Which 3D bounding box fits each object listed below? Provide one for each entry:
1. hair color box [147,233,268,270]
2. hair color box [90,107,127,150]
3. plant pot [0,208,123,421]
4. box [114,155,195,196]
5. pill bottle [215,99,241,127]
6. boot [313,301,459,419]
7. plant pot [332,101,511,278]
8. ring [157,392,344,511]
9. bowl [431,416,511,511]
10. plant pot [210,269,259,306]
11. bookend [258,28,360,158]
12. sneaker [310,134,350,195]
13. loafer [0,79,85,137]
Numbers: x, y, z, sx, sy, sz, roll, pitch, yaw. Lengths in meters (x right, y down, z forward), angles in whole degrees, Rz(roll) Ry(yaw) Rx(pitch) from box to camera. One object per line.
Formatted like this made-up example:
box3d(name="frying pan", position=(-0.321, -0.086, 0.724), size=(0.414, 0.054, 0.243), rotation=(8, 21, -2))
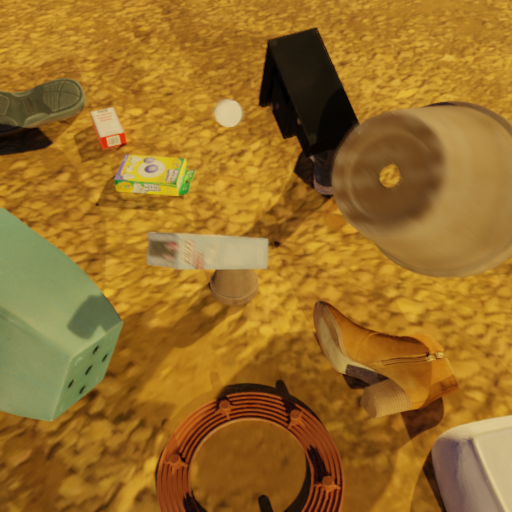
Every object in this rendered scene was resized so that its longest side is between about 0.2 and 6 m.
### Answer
box3d(name="hair color box", position=(-0.541, -0.054, 6.433), size=(1.266, 0.384, 0.627), rotation=(0, 3, -42))
box3d(name="hair color box", position=(-3.839, -3.321, 14.534), size=(0.654, 0.395, 1.289), rotation=(-16, 49, -15))
box3d(name="plant pot", position=(-3.797, 1.031, 8.771), size=(2.967, 2.096, 2.097), rotation=(30, 26, 11))
box3d(name="box", position=(-2.344, -1.887, 13.127), size=(1.719, 0.416, 1.009), rotation=(5, 46, 3))
box3d(name="pill bottle", position=(-0.445, -2.303, 8.996), size=(0.406, 0.406, 0.714), rotation=(-1, 18, -1))
box3d(name="boot", position=(2.169, 1.560, 9.557), size=(1.711, 0.841, 2.390), rotation=(-14, 51, -21))
box3d(name="plant pot", position=(2.586, -1.088, 8.704), size=(2.991, 2.991, 2.595), rotation=(37, 22, 31))
box3d(name="ring", position=(-0.081, 3.188, 8.245), size=(2.765, 0.265, 2.765), rotation=(0, 46, 0))
box3d(name="bowl", position=(3.836, 3.242, 7.786), size=(2.318, 0.865, 2.315), rotation=(-7, 45, -5))
box3d(name="plant pot", position=(-0.429, 0.328, 10.648), size=(0.963, 0.840, 0.963), rotation=(0, 47, 0))
box3d(name="bookend", position=(0.861, -2.561, 10.067), size=(0.926, 2.010, 1.998), rotation=(-18, 77, -9))
box3d(name="sneaker", position=(1.698, -2.784, 13.141), size=(0.882, 1.676, 2.319), rotation=(-2, 44, 1))
box3d(name="loafer", position=(-6.173, -3.695, 14.651), size=(3.469, 1.091, 1.246), rotation=(-15, 84, -11))
